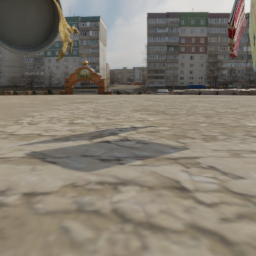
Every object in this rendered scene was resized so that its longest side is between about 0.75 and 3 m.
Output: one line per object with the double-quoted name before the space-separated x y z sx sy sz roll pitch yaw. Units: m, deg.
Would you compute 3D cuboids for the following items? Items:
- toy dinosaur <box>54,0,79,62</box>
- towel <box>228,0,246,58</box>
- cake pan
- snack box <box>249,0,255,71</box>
"toy dinosaur" -1.437 -2.259 6.362 0.427 1.469 0.743 -4 8 10
"towel" 3.919 -3.756 9.943 0.268 1.699 2.359 15 -8 25
"cake pan" -3.089 -3.366 8.237 2.365 2.365 0.434 -7 23 -38
"snack box" 3.566 -2.832 7.472 0.489 1.531 2.635 0 40 20
